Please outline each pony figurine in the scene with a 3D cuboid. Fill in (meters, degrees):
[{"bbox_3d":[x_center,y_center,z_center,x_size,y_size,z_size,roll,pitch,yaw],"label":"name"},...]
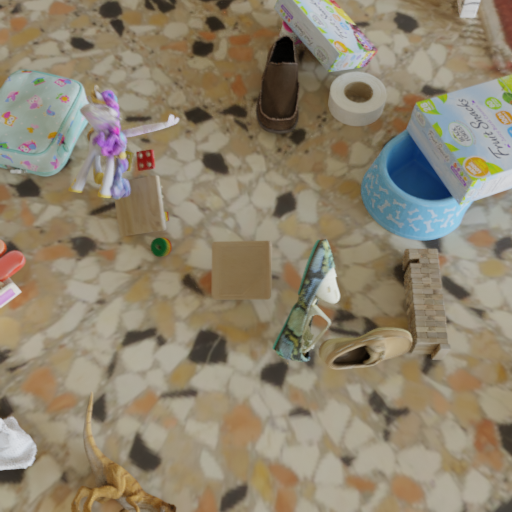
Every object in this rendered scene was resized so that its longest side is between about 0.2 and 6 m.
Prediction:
[{"bbox_3d":[-2.754,-2.186,10.663,2.074,1.789,2.148,14,97,42],"label":"pony figurine"}]

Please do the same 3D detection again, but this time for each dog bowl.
[{"bbox_3d":[4.008,-2.014,11.612,3.987,0.988,2.222,-35,66,-18],"label":"dog bowl"}]

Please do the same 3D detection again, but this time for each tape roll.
[{"bbox_3d":[2.303,-3.581,12.772,1.289,0.451,1.289,0,61,0],"label":"tape roll"}]

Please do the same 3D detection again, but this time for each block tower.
[{"bbox_3d":[3.082,0.814,10.288,0.603,0.564,2.087,1,61,1],"label":"block tower"}]

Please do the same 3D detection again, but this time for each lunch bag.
[{"bbox_3d":[-4.739,-2.831,12.092,1.913,0.919,2.385,13,62,4],"label":"lunch bag"}]

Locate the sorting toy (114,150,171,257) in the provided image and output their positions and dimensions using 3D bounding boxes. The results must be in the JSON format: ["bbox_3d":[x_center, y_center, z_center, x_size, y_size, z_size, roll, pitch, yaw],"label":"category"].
[{"bbox_3d":[-2.256,-1.060,11.103,1.065,0.374,2.209,-6,93,25],"label":"sorting toy"}]

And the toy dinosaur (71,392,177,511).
[{"bbox_3d":[-2.326,3.530,8.841,2.450,0.740,1.301,41,47,12],"label":"toy dinosaur"}]

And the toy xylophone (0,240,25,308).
[{"bbox_3d":[-5.837,0.322,10.429,3.116,0.783,2.281,33,67,17],"label":"toy xylophone"}]

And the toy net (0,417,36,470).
[{"bbox_3d":[-5.313,2.541,8.688,3.802,0.734,1.995,15,21,9],"label":"toy net"}]

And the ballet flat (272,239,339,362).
[{"bbox_3d":[1.013,0.828,9.612,0.828,0.828,2.230,23,107,12],"label":"ballet flat"}]

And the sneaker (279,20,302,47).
[{"bbox_3d":[0.982,-5.502,13.753,0.596,0.647,1.466,49,47,8],"label":"sneaker"}]

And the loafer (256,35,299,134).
[{"bbox_3d":[0.491,-3.937,12.679,0.978,0.951,2.680,1,61,0],"label":"loafer"}]

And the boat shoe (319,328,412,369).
[{"bbox_3d":[1.878,1.599,9.251,1.619,0.577,0.522,-10,20,-10],"label":"boat shoe"}]

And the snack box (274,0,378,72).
[{"bbox_3d":[1.637,-5.338,13.169,1.553,0.578,2.183,-24,71,-40],"label":"snack box"}]

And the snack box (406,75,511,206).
[{"bbox_3d":[4.511,-2.287,10.730,2.460,0.832,2.074,-20,62,-10],"label":"snack box"}]

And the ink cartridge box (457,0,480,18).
[{"bbox_3d":[5.427,-6.652,14.163,0.414,0.977,0.711,2,61,6],"label":"ink cartridge box"}]

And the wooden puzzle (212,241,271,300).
[{"bbox_3d":[-0.269,0.271,10.439,1.174,0.219,1.087,-1,86,15],"label":"wooden puzzle"}]
